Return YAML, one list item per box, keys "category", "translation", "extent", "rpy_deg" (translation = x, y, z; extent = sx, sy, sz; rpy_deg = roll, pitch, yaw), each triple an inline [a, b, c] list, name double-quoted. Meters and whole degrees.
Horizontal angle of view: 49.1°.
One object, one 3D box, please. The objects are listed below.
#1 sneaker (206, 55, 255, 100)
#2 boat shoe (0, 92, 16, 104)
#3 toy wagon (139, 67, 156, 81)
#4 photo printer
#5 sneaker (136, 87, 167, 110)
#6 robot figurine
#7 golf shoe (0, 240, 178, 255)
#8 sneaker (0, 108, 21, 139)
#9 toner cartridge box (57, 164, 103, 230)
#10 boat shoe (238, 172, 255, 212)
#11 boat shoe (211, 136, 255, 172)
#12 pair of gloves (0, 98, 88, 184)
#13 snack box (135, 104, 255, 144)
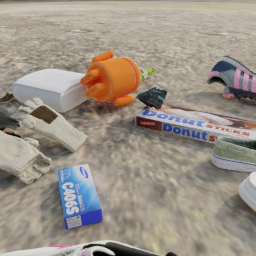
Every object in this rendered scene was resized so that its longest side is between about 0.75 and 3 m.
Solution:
- category: "sneaker"
  translation: [3.690, -1.191, 8.840]
  extent: [1.116, 0.955, 2.722]
  rpy_deg: [-46, 52, 5]
- category: "boat shoe"
  translation: [-3.783, -0.999, 8.860]
  extent: [0.794, 0.286, 0.286]
  rpy_deg: [-25, 37, -37]
- category: "toy wagon"
  translation: [0.256, -2.106, 10.834]
  extent: [1.719, 0.340, 1.334]
  rpy_deg: [-5, 29, -10]
- category: "photo printer"
  translation: [-2.377, -1.264, 8.844]
  extent: [2.176, 0.756, 1.810]
  rpy_deg: [14, 32, 24]
- category: "sneaker"
  translation: [0.639, -0.797, 7.265]
  extent: [0.470, 0.494, 1.247]
  rpy_deg: [34, -1, -25]
- category: "robot figurine"
  translation: [-0.429, -1.502, 8.451]
  extent: [1.476, 1.196, 2.052]
  rpy_deg: [38, 39, 28]
- category: "golf shoe"
  translation: [-0.536, 1.638, 3.197]
  extent: [2.452, 1.129, 0.890]
  rpy_deg: [2, 30, 6]
- category: "sneaker"
  translation: [-3.804, -0.024, 6.527]
  extent: [2.686, 0.807, 1.401]
  rpy_deg: [-1, 24, -10]
- category: "toner cartridge box"
  translation: [-0.882, 1.151, 4.945]
  extent: [0.608, 0.276, 1.279]
  rpy_deg: [-9, 30, -16]
- category: "boat shoe"
  translation: [3.246, 1.161, 4.129]
  extent: [2.993, 1.038, 1.060]
  rpy_deg: [18, 34, 30]
- category: "boat shoe"
  translation: [2.730, 0.546, 5.699]
  extent: [1.970, 0.611, 0.709]
  rpy_deg: [2, 29, 4]
- category: "pair of gloves"
  translation: [-2.086, 0.169, 6.048]
  extent: [1.776, 0.366, 2.089]
  rpy_deg: [35, 39, 13]
- category: "snack box"
  translation: [1.707, -0.101, 7.137]
  extent: [2.899, 0.352, 1.042]
  rpy_deg: [13, 32, 23]
